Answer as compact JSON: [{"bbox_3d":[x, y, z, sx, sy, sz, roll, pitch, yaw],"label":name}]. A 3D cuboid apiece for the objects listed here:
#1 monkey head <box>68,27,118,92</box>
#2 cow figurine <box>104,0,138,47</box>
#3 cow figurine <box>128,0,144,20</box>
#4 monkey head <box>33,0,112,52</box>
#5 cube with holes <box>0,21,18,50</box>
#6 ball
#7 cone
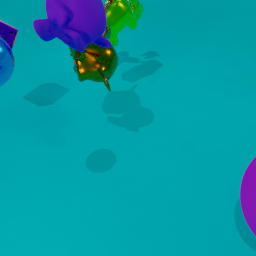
[{"bbox_3d":[-0.828,-1.799,6.872,1.125,1.344,1.868,-4,67,6],"label":"monkey head"},{"bbox_3d":[-0.364,-3.358,7.735,1.707,1.680,0.937,-46,54,-6],"label":"cow figurine"},{"bbox_3d":[0.249,-4.028,9.076,0.530,0.950,0.965,47,32,18],"label":"cow figurine"},{"bbox_3d":[-1.019,-1.967,4.950,1.221,1.697,1.023,5,48,40],"label":"monkey head"},{"bbox_3d":[-3.431,-2.213,6.955,0.866,0.866,0.866,19,-1,-44],"label":"cube with holes"},{"bbox_3d":[-1.843,-0.857,3.573,0.741,0.741,0.741,0,42,0],"label":"ball"},{"bbox_3d":[2.440,0.882,3.276,1.619,1.625,1.619,0,79,-1],"label":"cone"}]
